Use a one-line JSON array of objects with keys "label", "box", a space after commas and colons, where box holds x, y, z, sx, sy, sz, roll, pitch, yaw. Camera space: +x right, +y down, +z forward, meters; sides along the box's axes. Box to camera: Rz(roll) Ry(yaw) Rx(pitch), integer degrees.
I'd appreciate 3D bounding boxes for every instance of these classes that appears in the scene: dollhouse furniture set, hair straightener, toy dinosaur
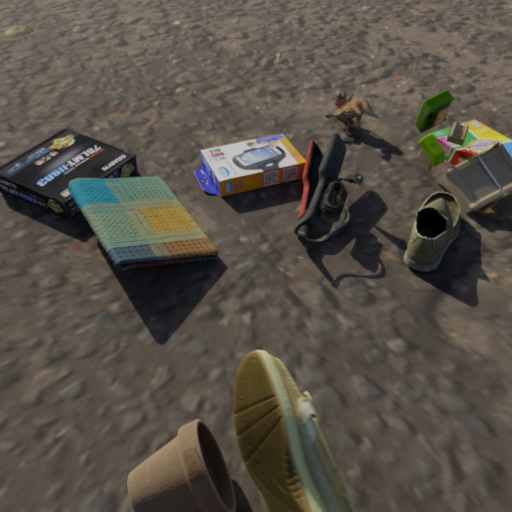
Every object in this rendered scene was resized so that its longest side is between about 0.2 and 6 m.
[{"label": "dollhouse furniture set", "box": [3.694, -1.778, 10.105, 1.147, 0.886, 2.295, -28, 74, 1]}, {"label": "hair straightener", "box": [1.215, -1.207, 9.415, 1.068, 0.568, 2.775, -16, 35, 31]}, {"label": "toy dinosaur", "box": [2.016, -3.089, 11.716, 1.241, 0.533, 0.841, 4, 56, 42]}]

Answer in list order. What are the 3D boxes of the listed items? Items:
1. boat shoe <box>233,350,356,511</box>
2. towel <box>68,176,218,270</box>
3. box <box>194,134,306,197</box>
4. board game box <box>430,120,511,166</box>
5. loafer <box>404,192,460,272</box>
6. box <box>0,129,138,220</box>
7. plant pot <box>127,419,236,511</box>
[{"label": "boat shoe", "box": [0.444, 1.997, 5.381, 0.727, 0.843, 2.311, 0, 54, -38]}, {"label": "towel", "box": [-1.867, -0.592, 9.030, 1.745, 0.258, 2.380, -7, 40, -34]}, {"label": "box", "box": [-0.162, -1.709, 10.520, 1.951, 0.405, 1.161, -14, 43, -17]}, {"label": "board game box", "box": [4.382, -2.040, 10.937, 1.251, 0.330, 1.635, -20, 45, -22]}, {"label": "loafer", "box": [2.898, -0.517, 8.958, 0.708, 0.656, 1.883, 16, 44, 18]}, {"label": "box", "box": [-3.479, -1.558, 10.315, 1.835, 0.459, 1.849, 22, 46, 24]}, {"label": "plant pot", "box": [-0.787, 2.292, 5.652, 0.876, 1.004, 1.004, -24, 44, -1]}]
